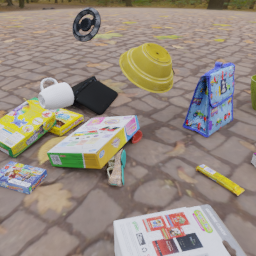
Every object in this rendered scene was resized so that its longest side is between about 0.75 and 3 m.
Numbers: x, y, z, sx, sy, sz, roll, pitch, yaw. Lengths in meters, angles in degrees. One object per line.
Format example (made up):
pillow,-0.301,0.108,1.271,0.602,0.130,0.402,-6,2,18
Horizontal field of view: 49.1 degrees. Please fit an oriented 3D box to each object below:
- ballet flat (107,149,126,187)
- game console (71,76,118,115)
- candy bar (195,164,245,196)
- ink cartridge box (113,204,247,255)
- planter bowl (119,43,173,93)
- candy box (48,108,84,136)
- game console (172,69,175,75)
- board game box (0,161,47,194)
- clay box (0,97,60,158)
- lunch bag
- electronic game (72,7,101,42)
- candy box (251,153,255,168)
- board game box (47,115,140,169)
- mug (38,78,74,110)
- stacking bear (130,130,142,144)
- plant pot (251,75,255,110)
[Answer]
ballet flat,-0.393,1.255,9.252,0.574,0.581,1.707,-6,28,6
game console,-2.137,-1.458,14.211,2.310,1.528,2.626,-20,20,28
candy bar,2.898,1.613,8.974,0.418,0.186,1.676,-18,34,-35
ink cartridge box,1.149,3.016,5.587,2.390,1.141,2.722,-7,31,-12
planter bowl,0.917,-2.476,10.501,2.324,0.968,2.324,16,47,-18
candy box,-3.525,-0.494,12.395,2.865,0.378,1.464,17,34,27
game console,1.988,-3.808,18.331,1.656,1.096,1.883,26,27,-16
board game box,-3.485,1.566,8.987,1.439,0.248,0.974,10,32,17
clay box,-4.007,-0.132,10.925,1.509,0.625,2.626,25,46,19
lunch bag,3.493,-1.368,11.514,2.093,2.780,1.308,-26,39,-37
electronic game,-1.899,-4.692,12.726,1.583,1.583,0.329,19,4,30
candy box,4.886,1.338,9.196,0.971,0.435,1.425,-5,31,-9
board game box,-1.145,0.414,10.061,2.162,0.570,2.825,-2,26,32
mug,-2.033,-0.935,7.612,0.790,0.901,0.665,-24,1,-38
stacking bear,0.105,0.193,11.175,0.507,0.542,0.892,-16,27,-34
plant pot,6.372,-1.569,13.132,1.410,1.507,1.410,0,31,0
